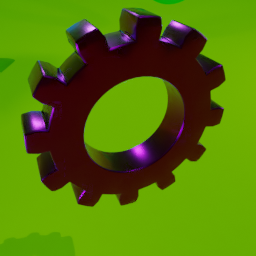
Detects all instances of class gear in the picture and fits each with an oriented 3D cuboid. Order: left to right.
[{"bbox_3d":[0.019,-0.068,2.245,1.600,1.600,0.296,-18,37,-15],"label":"gear"}]

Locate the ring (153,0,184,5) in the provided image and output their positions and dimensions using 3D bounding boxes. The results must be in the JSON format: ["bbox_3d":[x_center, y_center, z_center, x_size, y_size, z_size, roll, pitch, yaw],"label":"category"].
[{"bbox_3d":[1.277,-4.624,8.010,2.080,2.080,0.416,-5,41,-5],"label":"ring"}]
